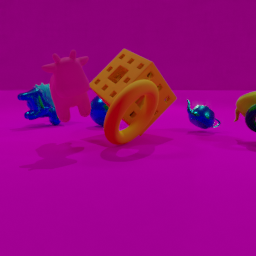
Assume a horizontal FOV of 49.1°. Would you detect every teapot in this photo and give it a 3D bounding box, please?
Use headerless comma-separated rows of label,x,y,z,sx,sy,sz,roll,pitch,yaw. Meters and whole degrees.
teapot,2.689,-0.444,6.020,0.700,0.551,1.126,-1,-16,-32
teapot,1.911,-0.341,7.269,1.124,0.550,0.699,30,-11,-5

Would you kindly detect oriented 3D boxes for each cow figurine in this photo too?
cow figurine,-2.413,-1.163,8.878,0.632,1.134,1.152,-31,-10,-47
cow figurine,-2.472,-0.646,8.341,1.274,1.295,0.711,-24,19,-29
cow figurine,-1.163,-0.857,5.348,0.824,1.477,1.501,-17,37,-17

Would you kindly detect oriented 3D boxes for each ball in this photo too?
ball,-0.670,-0.532,8.259,0.967,0.967,0.967,0,8,0

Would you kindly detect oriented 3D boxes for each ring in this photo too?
ring,0.089,-0.283,5.422,0.284,1.419,1.419,37,26,26

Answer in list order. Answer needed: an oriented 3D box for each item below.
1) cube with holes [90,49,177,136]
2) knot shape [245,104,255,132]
cube with holes,0.102,-0.864,6.690,1.256,1.256,1.256,46,-3,-41
knot shape,2.906,-0.086,5.373,1.262,0.623,1.349,20,10,18
